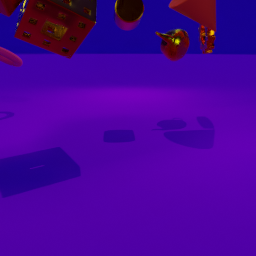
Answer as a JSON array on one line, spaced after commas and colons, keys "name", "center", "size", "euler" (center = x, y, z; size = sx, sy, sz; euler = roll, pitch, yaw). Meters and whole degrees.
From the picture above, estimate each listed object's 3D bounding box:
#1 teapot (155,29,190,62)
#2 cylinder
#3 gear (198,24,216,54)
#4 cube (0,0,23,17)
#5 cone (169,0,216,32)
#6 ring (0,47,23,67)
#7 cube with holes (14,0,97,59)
[{"name": "teapot", "center": [1.522, -2.892, 9.586], "size": [0.861, 1.093, 1.758], "euler": [30, 11, 30]}, {"name": "cylinder", "center": [0.009, -3.564, 8.630], "size": [0.876, 0.876, 0.876], "euler": [-1, 4, -5]}, {"name": "gear", "center": [2.781, -3.347, 9.933], "size": [0.255, 1.379, 1.379], "euler": [-6, 16, 2]}, {"name": "cube", "center": [-2.523, -2.786, 5.448], "size": [0.717, 0.717, 0.717], "euler": [26, -19, 4]}, {"name": "cone", "center": [2.375, -3.648, 8.769], "size": [1.569, 1.575, 1.569], "euler": [-33, 27, 19]}, {"name": "ring", "center": [-4.659, -2.705, 10.531], "size": [1.379, 0.276, 1.379], "euler": [20, -8, 3]}, {"name": "cube with holes", "center": [-1.660, -2.781, 6.544], "size": [1.383, 1.383, 1.383], "euler": [16, -32, -30]}]
